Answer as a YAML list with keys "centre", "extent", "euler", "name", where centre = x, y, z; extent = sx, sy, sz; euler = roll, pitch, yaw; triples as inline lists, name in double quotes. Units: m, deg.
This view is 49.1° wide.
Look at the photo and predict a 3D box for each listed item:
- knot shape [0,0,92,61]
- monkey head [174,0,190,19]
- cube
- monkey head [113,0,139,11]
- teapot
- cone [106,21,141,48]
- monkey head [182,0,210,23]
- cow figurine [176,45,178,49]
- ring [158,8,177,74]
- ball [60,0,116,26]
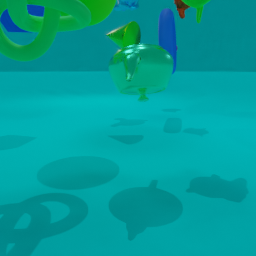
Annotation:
- centre: [-1.307, -1.525, 3.807]
  extent: [1.355, 0.669, 1.448]
  euler: [-36, -24, 6]
  name: "knot shape"
- centre: [1.787, -3.816, 8.541]
  extent: [0.671, 0.801, 1.113]
  euler: [-13, 12, 23]
  name: "monkey head"
- centre: [-2.866, -3.140, 7.347]
  extent: [0.871, 0.871, 0.871]
  euler: [8, -27, 19]
  name: "cube"
- centre: [-0.110, -4.653, 9.951]
  extent: [1.514, 0.913, 1.089]
  euler: [-16, 20, -40]
  name: "monkey head"
- centre: [0.180, -0.747, 3.969]
  extent: [0.936, 0.737, 1.505]
  euler: [-5, -3, 16]
  name: "teapot"
- centre: [-0.241, -2.457, 7.535]
  extent: [0.862, 0.859, 0.859]
  euler: [17, 19, 28]
  name: "cone"
- centre: [1.282, -2.623, 5.035]
  extent: [0.779, 1.292, 0.930]
  euler: [-20, 12, 34]
  name: "monkey head"
- centre: [1.714, -3.105, 11.660]
  extent: [1.148, 0.630, 1.129]
  euler: [-35, 52, -18]
  name: "cow figurine"
- centre: [1.296, -2.746, 9.034]
  extent: [0.413, 2.067, 2.067]
  euler: [-1, 12, 14]
  name: "ring"
- centre: [-0.887, -2.753, 5.588]
  extent: [1.355, 1.355, 1.355]
  euler: [0, 13, 0]
  name: "ball"
